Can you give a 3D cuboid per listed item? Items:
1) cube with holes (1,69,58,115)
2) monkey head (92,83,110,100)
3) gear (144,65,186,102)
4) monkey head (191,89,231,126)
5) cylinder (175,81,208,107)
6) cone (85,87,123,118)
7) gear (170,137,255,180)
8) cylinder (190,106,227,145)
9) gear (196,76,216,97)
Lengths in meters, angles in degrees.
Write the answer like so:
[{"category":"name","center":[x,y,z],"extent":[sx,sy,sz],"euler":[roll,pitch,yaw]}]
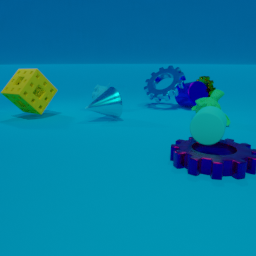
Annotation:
[{"category":"cube with holes","center":[-3.483,-1.296,9.946],"extent":[1.124,1.124,1.124],"euler":[8,61,37]},{"category":"monkey head","center":[-1.106,-1.328,11.355],"extent":[0.681,1.130,0.813],"euler":[17,-13,-14]},{"category":"gear","center":[1.522,-1.853,11.689],"extent":[1.732,0.320,1.732],"euler":[-18,48,21]},{"category":"monkey head","center":[2.687,-0.659,8.964],"extent":[1.430,0.862,1.029],"euler":[31,70,38]},{"category":"cylinder","center":[2.639,-1.405,11.712],"extent":[1.011,1.011,1.011],"euler":[-6,4,-23]},{"category":"cone","center":[-0.933,-0.745,9.316],"extent":[1.100,1.096,1.096],"euler":[-15,20,-30]},{"category":"gear","center":[1.750,0.556,5.746],"extent":[1.712,0.317,1.712],"euler":[0,14,0]},{"category":"cylinder","center":[1.749,-0.066,6.072],"extent":[0.708,0.708,0.708],"euler":[6,16,21]},{"category":"gear","center":[3.281,-1.552,11.987],"extent":[0.244,1.319,1.319],"euler":[-10,16,-15]}]
